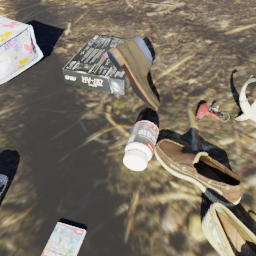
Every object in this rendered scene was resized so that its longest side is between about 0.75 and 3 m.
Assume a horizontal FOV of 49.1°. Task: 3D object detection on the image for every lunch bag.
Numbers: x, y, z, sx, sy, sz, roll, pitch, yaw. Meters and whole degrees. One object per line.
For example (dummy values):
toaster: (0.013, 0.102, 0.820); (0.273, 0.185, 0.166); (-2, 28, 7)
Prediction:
lunch bag: (-5.212, -2.971, 10.678); (2.402, 1.801, 2.833); (27, 58, 28)

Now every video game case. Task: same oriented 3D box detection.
video game case: (-1.433, 2.616, 6.126); (0.713, 0.087, 0.997); (12, 45, 12)

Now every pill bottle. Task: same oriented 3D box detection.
pill bottle: (0.367, 0.486, 7.831); (0.756, 0.756, 1.327); (11, 46, 11)

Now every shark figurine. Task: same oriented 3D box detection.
shark figurine: (3.925, -0.848, 9.210); (0.978, 1.636, 0.683); (-16, -3, 23)

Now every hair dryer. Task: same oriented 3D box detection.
hair dryer: (2.700, -0.505, 9.178); (1.105, 0.300, 0.842); (-15, 47, -14)

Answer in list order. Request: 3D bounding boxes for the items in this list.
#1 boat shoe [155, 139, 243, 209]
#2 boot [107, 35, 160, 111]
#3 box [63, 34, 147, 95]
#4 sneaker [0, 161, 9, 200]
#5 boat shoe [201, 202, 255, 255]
boat shoe: (1.798, 0.907, 7.247); (2.597, 0.961, 0.959); (33, 53, 29)
boot: (0.539, -1.837, 9.205); (1.216, 0.937, 2.508); (-38, 96, -9)
box: (-0.796, -2.639, 11.099); (2.402, 0.653, 2.999); (13, 46, 13)
sneaker: (-3.502, 1.454, 6.724); (0.799, 0.954, 2.156); (-5, 43, -3)
boat shoe: (2.401, 2.607, 5.656); (0.875, 0.748, 2.388); (-24, 49, -23)
